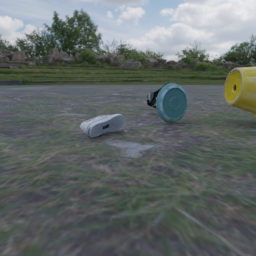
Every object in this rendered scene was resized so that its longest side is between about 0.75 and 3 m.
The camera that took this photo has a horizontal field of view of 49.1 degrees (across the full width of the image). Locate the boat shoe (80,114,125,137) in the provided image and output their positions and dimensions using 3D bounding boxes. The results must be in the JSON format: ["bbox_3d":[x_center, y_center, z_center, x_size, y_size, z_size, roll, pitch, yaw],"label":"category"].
[{"bbox_3d":[-0.703,-0.125,7.960,0.500,0.548,1.522,27,32,30],"label":"boat shoe"}]

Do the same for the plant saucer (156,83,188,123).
[{"bbox_3d":[1.560,-0.841,9.573,1.361,1.361,0.186,-6,9,-30],"label":"plant saucer"}]

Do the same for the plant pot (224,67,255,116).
[{"bbox_3d":[4.181,-1.220,9.076,1.749,1.859,1.859,5,10,-9],"label":"plant pot"}]

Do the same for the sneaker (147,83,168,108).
[{"bbox_3d":[1.212,-1.297,11.581,0.792,0.582,1.751,11,-25,-8],"label":"sneaker"}]
